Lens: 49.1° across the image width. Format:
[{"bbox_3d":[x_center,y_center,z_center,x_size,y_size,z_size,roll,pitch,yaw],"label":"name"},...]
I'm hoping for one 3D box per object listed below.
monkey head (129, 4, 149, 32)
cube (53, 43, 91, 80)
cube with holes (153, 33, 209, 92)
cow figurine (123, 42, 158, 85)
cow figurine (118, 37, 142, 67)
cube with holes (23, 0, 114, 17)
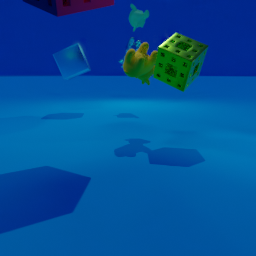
[{"bbox_3d":[0.456,-4.827,12.171,0.737,1.223,0.880,-4,-4,-27],"label":"monkey head"},{"bbox_3d":[-2.334,-2.772,11.818,1.128,1.128,1.128,-23,10,0],"label":"cube"},{"bbox_3d":[1.215,-1.543,6.548,0.843,0.843,0.843,30,52,20],"label":"cube with holes"},{"bbox_3d":[0.303,-1.559,7.285,0.708,1.269,1.290,44,49,14],"label":"cow figurine"},{"bbox_3d":[0.113,-3.237,12.173,0.747,1.339,1.361,22,16,-9],"label":"cow figurine"},{"bbox_3d":[-1.191,-3.048,5.268,1.324,1.324,1.324,-29,47,-33],"label":"cube with holes"}]
